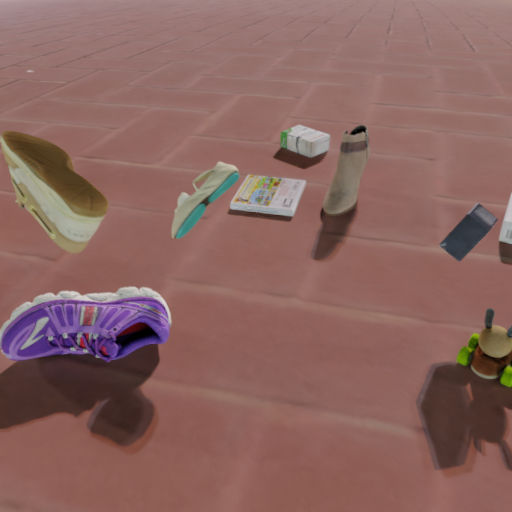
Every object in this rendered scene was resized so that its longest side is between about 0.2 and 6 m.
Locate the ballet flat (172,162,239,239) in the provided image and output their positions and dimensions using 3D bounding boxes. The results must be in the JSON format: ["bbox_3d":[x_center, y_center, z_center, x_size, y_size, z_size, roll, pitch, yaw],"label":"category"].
[{"bbox_3d":[-0.958,-0.972,9.325,1.593,0.553,0.553,-46,49,-13],"label":"ballet flat"}]

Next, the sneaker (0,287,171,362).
[{"bbox_3d":[-2.535,1.135,8.460,2.531,1.021,1.056,-10,39,-16],"label":"sneaker"}]

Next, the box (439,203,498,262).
[{"bbox_3d":[3.424,-0.384,9.031,0.447,0.721,0.709,43,37,14],"label":"box"}]

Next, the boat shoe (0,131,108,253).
[{"bbox_3d":[-2.824,-0.902,7.406,0.897,0.805,2.424,4,29,-44],"label":"boat shoe"}]

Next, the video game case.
[{"bbox_3d":[0.315,-1.455,13.268,1.482,0.186,1.629,8,34,12],"label":"video game case"}]

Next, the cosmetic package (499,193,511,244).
[{"bbox_3d":[6.249,-0.621,11.640,2.040,0.527,1.538,15,32,22],"label":"cosmetic package"}]

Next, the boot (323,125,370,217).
[{"bbox_3d":[2.075,-2.040,12.862,0.763,1.588,2.172,13,35,19],"label":"boot"}]

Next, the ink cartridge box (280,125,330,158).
[{"bbox_3d":[1.378,-3.238,15.796,0.847,0.480,1.155,-28,42,-36],"label":"ink cartridge box"}]

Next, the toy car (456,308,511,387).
[{"bbox_3d":[3.538,1.243,8.220,0.825,1.004,0.793,25,40,34],"label":"toy car"}]
